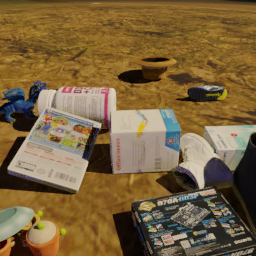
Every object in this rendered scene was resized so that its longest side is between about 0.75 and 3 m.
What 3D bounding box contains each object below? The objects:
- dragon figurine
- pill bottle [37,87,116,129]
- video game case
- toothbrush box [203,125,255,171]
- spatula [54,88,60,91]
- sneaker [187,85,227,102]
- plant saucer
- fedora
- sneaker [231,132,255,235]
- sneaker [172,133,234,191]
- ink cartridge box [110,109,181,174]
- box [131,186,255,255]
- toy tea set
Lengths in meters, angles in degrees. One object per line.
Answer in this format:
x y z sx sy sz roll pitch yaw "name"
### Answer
-4.126 -0.961 10.172 2.718 1.351 0.800 -9 31 -15 "dragon figurine"
-1.697 -0.694 9.638 2.489 1.411 1.411 1 30 2 "pill bottle"
-1.895 0.492 7.795 1.801 0.227 2.516 17 43 -3 "video game case"
3.232 0.551 8.156 1.797 0.766 1.316 -2 30 -1 "toothbrush box"
-3.414 -1.570 12.436 0.391 0.142 1.384 19 35 27 "spatula"
3.291 -1.501 11.904 1.664 0.615 0.684 3 26 -8 "sneaker"
-2.602 1.944 5.840 1.228 0.236 1.228 -16 13 4 "plant saucer"
1.336 -3.020 14.134 2.317 0.945 2.317 -3 23 1 "fedora"
3.155 1.387 5.904 1.102 1.566 2.948 -6 31 -10 "sneaker"
1.667 0.875 7.576 1.245 0.794 2.155 -9 32 -20 "sneaker"
0.412 0.341 7.924 1.839 1.354 1.330 -2 30 -3 "ink cartridge box"
1.272 2.080 5.789 2.103 0.484 1.672 -8 31 -13 "box"
-2.257 2.262 5.165 1.283 0.798 2.158 21 36 31 "toy tea set"
